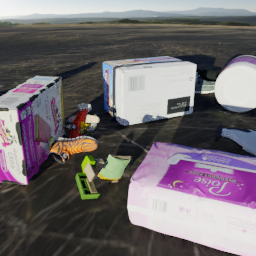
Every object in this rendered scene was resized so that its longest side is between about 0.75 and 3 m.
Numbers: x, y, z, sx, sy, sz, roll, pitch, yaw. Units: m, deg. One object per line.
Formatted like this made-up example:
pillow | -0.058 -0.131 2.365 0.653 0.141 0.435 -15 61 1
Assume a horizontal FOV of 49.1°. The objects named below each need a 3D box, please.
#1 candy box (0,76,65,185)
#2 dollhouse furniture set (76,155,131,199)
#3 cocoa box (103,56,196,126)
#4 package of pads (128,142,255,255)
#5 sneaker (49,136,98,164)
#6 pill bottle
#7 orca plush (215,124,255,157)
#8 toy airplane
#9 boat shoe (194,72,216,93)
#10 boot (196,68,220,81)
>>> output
candy box | -2.296 -0.106 6.730 0.784 1.752 2.569 4 25 4
dollhouse furniture set | -0.391 0.951 5.527 1.060 0.694 0.532 6 39 -37
cocoa box | 0.665 -1.348 9.434 2.656 1.771 1.743 -10 26 -22
package of pads | 1.528 1.156 4.771 2.782 1.053 1.676 9 26 19
sneaker | -1.294 0.546 6.581 1.157 0.449 0.648 -4 35 11
pill bottle | 4.388 -1.832 10.650 1.669 1.669 2.995 11 27 23
orca plush | 3.101 0.457 7.237 1.664 0.591 0.875 8 70 27
toy airplane | -1.286 -0.211 8.093 1.017 0.721 1.022 -36 39 11
boat shoe | 2.753 -2.059 12.235 2.499 0.772 0.910 12 27 24
boot | 3.573 -2.509 13.486 1.434 0.647 1.750 14 27 20
